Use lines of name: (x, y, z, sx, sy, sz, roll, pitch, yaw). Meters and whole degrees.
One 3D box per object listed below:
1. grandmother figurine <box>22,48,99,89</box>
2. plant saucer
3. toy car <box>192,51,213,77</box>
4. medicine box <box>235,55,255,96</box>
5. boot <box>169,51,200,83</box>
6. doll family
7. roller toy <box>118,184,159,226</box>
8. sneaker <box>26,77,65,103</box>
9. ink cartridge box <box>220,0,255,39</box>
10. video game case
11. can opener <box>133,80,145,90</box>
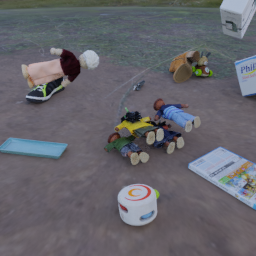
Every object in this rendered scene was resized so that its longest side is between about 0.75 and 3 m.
grandmother figurine: (-1.605, -1.511, 6.862, 1.827, 1.108, 0.553, -14, 61, -4)
plant saucer: (-2.613, 0.565, 7.742, 1.793, 0.170, 0.627, 5, 29, 10)
toy car: (3.565, -3.053, 13.216, 0.898, 1.093, 0.862, -4, 30, -31)
medicine box: (6.165, -2.350, 10.648, 2.887, 1.486, 2.630, -17, 4, -26)
boot: (2.431, -2.837, 13.404, 1.964, 0.724, 1.519, -50, 24, -19)
doll family: (0.649, -0.050, 8.017, 2.898, 1.137, 1.675, -12, 26, -30)
roller toy: (0.183, 1.525, 5.540, 0.821, 0.573, 0.749, -1, 20, 16)
sneaker: (-3.309, -1.750, 11.170, 0.809, 0.935, 2.257, 9, 30, 16)
ink cartridge box: (3.824, -4.101, 9.568, 0.756, 1.312, 1.798, 27, 3, 23)
video game case: (2.599, 1.107, 6.737, 1.334, 0.166, 1.864, -20, 34, -33)
can opener: (0.507, -1.816, 12.108, 0.297, 0.235, 0.893, 42, 39, 2)
